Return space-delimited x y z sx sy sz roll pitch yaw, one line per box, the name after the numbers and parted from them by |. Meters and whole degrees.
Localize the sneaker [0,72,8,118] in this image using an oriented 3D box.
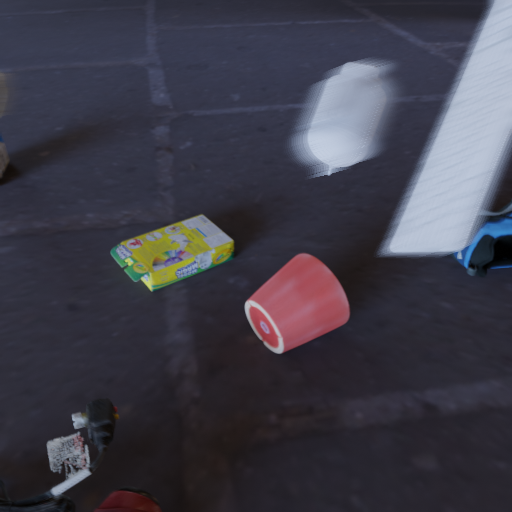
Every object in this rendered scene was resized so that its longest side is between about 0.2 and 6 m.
-3.484 -2.060 5.805 0.839 2.084 0.796 13 74 21 | sneaker

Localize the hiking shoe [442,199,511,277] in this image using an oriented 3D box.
4.207 -0.332 8.678 2.710 1.008 1.175 -18 43 -6 | hiking shoe

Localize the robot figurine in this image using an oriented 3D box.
0.550 -0.835 3.432 0.377 0.566 0.667 18 84 27 | robot figurine

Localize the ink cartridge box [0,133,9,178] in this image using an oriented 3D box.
-5.273 -1.938 10.881 0.494 0.855 1.171 -4 35 -5 | ink cartridge box

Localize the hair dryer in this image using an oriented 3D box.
-1.759 2.643 4.911 1.961 0.700 2.575 -31 39 -10 | hair dryer

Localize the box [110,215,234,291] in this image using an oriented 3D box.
-1.292 -0.042 8.646 1.682 0.407 0.987 -20 41 -29 | box

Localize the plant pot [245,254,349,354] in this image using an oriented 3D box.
0.469 0.667 7.192 0.980 1.108 1.108 -32 45 -22 | plant pot

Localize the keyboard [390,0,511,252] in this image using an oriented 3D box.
2.435 -1.716 5.828 0.202 3.781 1.064 28 -11 -14 | keyboard
